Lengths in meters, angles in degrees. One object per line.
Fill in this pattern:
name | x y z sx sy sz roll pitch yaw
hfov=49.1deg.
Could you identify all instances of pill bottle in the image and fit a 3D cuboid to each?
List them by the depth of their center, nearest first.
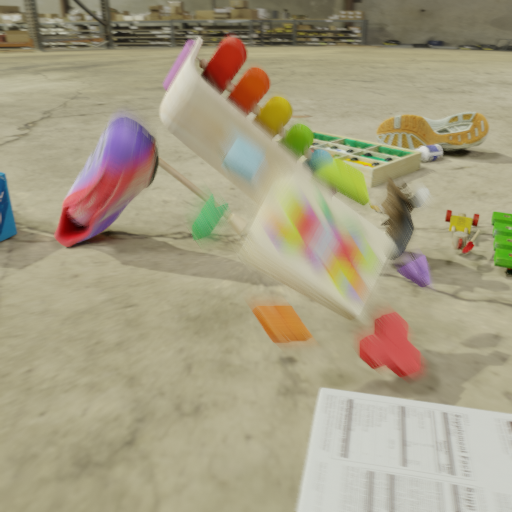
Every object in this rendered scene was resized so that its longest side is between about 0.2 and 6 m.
pill bottle | 4.193 -2.507 13.745 0.652 0.390 0.390 -11 27 -22

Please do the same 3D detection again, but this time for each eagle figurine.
eagle figurine | 2.016 -0.579 8.016 0.812 1.070 0.807 -33 43 -7

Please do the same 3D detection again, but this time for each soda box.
soda box | -5.876 -0.951 9.525 3.554 1.140 1.205 12 28 23

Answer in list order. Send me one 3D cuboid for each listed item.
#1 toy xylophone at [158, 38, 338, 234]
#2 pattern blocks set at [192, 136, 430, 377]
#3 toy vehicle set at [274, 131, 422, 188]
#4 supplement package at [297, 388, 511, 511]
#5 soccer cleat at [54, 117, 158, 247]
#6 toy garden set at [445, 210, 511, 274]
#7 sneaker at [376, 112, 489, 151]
toy xylophone | -0.271 -1.655 8.675 2.361 3.224 0.810 -29 22 46
pattern blocks set | 0.660 -0.105 5.745 2.596 0.210 2.282 22 60 -11
toy vehicle set | 1.999 -2.397 13.464 3.252 0.431 2.021 22 33 39
supplement package | 1.170 1.842 3.240 1.841 1.397 1.387 5 26 11
soccer cleat | -2.306 -0.990 8.415 0.941 2.759 1.010 42 51 -9
toy garden set | 3.789 -0.196 8.870 1.610 0.385 1.931 10 28 17
sneaker | 4.535 -3.037 14.488 2.754 1.042 1.207 5 -2 24
